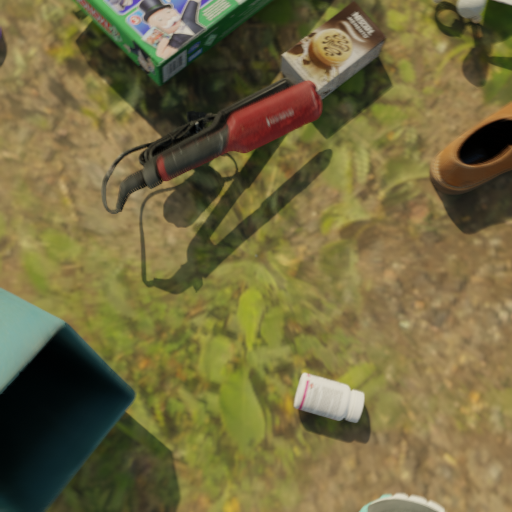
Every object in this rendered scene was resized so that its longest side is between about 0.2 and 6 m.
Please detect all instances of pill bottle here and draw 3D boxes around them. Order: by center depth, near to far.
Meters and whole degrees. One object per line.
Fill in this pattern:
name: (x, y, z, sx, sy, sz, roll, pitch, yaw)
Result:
pill bottle: (1.064, 2.093, 8.186, 0.928, 0.526, 0.526, 16, 81, 3)

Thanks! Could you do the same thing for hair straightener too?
hair straightener: (-0.778, -1.703, 8.488, 3.594, 1.383, 0.735, -34, 124, -15)

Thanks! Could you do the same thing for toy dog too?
toy dog: (3.870, -4.282, 9.046, 1.785, 1.177, 0.860, -39, 122, -1)

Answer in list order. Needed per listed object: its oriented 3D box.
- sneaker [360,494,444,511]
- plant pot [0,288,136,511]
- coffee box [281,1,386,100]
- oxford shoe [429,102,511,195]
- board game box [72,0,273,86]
sneaker: (2.767, 4.224, 7.428, 3.000, 1.368, 1.164, 25, 82, 4)
plant pot: (-3.499, 1.536, 7.186, 2.805, 1.983, 1.981, 23, 63, 31)
coffee box: (1.223, -3.229, 8.979, 1.475, 0.589, 0.834, -39, 83, -6)
oxford shoe: (4.081, -1.926, 8.535, 2.905, 1.036, 1.036, -33, 78, -5)
board game box: (-0.954, -4.878, 8.877, 4.050, 0.590, 2.725, -43, 83, -16)
